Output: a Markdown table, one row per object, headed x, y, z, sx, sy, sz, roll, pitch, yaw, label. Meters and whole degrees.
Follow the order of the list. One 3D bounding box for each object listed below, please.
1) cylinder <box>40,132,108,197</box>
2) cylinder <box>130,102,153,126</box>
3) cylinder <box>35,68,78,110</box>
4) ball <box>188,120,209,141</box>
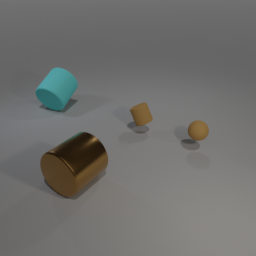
| x | y | z | sx | sy | sz | roll | pitch | yaw | label |
| --- | --- | --- | --- | --- | --- | --- | --- | --- | --- |
| -1.522 | 1.015 | 8.057 | 1.400 | 1.400 | 1.400 | 18 | 33 | 29 | cylinder |
| 0.512 | -0.525 | 10.745 | 0.700 | 0.700 | 0.700 | -22 | 14 | 6 | cylinder |
| -3.209 | -1.759 | 12.686 | 1.400 | 1.400 | 1.400 | 12 | 55 | 21 | cylinder |
| 2.396 | 0.087 | 9.555 | 0.700 | 0.700 | 0.700 | 0 | 29 | 0 | ball |
